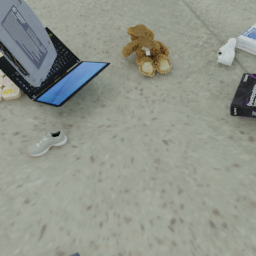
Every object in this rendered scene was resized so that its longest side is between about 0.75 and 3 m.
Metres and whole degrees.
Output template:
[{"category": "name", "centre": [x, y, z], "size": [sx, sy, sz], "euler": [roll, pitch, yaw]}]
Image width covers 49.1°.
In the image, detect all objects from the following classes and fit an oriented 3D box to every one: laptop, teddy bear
[{"category": "laptop", "centre": [-2.554, -2.181, 9.442], "size": [2.792, 1.442, 2.475], "euler": [45, 62, -4]}, {"category": "teddy bear", "centre": [0.745, -2.973, 11.088], "size": [1.868, 0.860, 2.577], "euler": [-31, 62, -15]}]

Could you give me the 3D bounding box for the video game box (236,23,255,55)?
[{"category": "video game box", "centre": [6.038, -3.688, 11.799], "size": [2.116, 0.544, 2.323], "euler": [35, 57, 24]}]

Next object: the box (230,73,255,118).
[{"category": "box", "centre": [4.896, -1.014, 8.955], "size": [2.754, 0.497, 1.969], "euler": [8, 46, 31]}]

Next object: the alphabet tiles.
[{"category": "alphabet tiles", "centre": [-4.472, -2.032, 10.210], "size": [2.503, 0.187, 2.559], "euler": [-10, 58, 1]}]

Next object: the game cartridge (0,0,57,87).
[{"category": "game cartridge", "centre": [-2.964, -2.550, 7.892], "size": [0.496, 2.425, 1.614], "euler": [3, 57, 26]}]

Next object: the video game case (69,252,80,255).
[{"category": "video game case", "centre": [-1.985, 3.808, 5.310], "size": [2.686, 0.255, 1.919], "euler": [-17, 51, -13]}]

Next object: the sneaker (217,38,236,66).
[{"category": "sneaker", "centre": [3.978, -3.148, 11.295], "size": [0.652, 0.572, 1.627], "euler": [12, 50, 14]}]

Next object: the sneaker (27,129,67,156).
[{"category": "sneaker", "centre": [-2.394, 0.372, 8.166], "size": [1.183, 0.544, 0.448], "euler": [-27, 53, -22]}]

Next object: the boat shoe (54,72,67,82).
[{"category": "boat shoe", "centre": [-2.724, -2.068, 10.390], "size": [1.431, 0.465, 0.516], "euler": [16, 50, 14]}]
